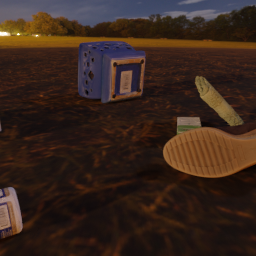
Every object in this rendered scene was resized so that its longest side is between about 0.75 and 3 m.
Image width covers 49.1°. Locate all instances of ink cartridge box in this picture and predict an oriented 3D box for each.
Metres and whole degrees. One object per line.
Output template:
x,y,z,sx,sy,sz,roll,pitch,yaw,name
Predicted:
1.578,0.042,7.263,0.601,0.344,1.158,2,19,10,ink cartridge box

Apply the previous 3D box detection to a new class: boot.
2.227,0.371,5.958,2.625,0.950,2.183,-8,-1,20,boot

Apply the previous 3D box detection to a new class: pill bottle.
-1.980,1.193,3.582,1.092,0.632,0.632,-10,22,-28,pill bottle

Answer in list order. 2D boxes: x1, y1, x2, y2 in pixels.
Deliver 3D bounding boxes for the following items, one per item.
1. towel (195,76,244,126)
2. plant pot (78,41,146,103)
2.364,-0.703,7.438,1.441,0.354,1.943,43,19,-9,towel
-0.565,-2.158,11.024,2.168,2.168,1.949,-14,31,-35,plant pot
